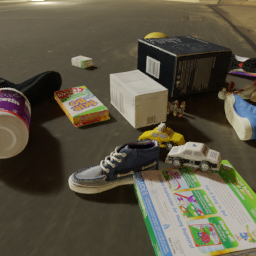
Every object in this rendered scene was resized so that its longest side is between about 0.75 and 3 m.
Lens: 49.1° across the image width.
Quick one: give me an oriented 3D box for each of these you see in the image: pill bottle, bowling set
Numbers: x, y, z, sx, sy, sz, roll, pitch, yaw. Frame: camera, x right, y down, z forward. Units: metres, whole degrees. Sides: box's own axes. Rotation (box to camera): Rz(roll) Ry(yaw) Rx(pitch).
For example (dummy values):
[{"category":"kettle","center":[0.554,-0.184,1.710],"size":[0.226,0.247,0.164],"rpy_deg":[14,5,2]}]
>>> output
[{"category":"pill bottle","center":[-3.649,-0.300,8.331],"size":[1.396,1.396,2.482],"rpy_deg":[-8,31,-13]},{"category":"bowling set","center":[1.810,-0.682,9.918],"size":[0.822,0.442,0.572],"rpy_deg":[-14,33,-22]}]

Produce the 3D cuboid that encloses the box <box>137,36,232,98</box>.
[{"category":"box","center":[2.159,-2.640,11.439],"size":[2.678,1.688,2.724],"rpy_deg":[-14,33,-24]}]

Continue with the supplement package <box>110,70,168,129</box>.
[{"category":"supplement package","center":[0.312,-1.096,9.869],"size":[1.237,1.192,2.176],"rpy_deg":[-13,33,-21]}]

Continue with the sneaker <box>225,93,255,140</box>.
[{"category":"sneaker","center":[3.994,-0.460,9.094],"size":[1.233,0.850,2.216],"rpy_deg":[-5,34,3]}]

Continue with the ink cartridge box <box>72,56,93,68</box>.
[{"category":"ink cartridge box","center":[-2.419,-3.479,14.725],"size":[0.907,0.381,0.657],"rpy_deg":[22,37,33]}]

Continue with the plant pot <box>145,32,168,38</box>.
[{"category":"plant pot","center":[1.292,-3.565,13.778],"size":[1.706,1.706,1.605],"rpy_deg":[10,46,16]}]

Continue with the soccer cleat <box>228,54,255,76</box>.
[{"category":"soccer cleat","center":[5.491,-2.963,13.530],"size":[1.054,0.982,2.879],"rpy_deg":[17,5,-39]}]

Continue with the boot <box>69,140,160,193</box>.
[{"category":"boot","center":[-0.323,0.847,6.748],"size":[2.246,1.015,0.817],"rpy_deg":[-8,31,-14]}]

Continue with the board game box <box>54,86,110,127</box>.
[{"category":"board game box","center":[-1.754,-0.868,10.357],"size":[1.285,0.403,2.690],"rpy_deg":[-16,37,-23]}]

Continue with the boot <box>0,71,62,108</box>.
[{"category":"boot","center":[-4.322,-1.673,10.951],"size":[2.350,1.068,2.797],"rpy_deg":[19,42,23]}]

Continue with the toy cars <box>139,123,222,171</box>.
[{"category":"toy cars","center":[1.252,0.390,7.271],"size":[1.208,0.597,2.695],"rpy_deg":[-11,21,-24]}]

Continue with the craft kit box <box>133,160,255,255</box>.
[{"category":"craft kit box","center":[1.527,1.690,5.816],"size":[2.405,0.591,2.435],"rpy_deg":[-8,31,-8]}]

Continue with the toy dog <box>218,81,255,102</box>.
[{"category":"toy dog","center":[4.464,-1.498,10.952],"size":[1.648,0.794,1.087],"rpy_deg":[-13,33,-21]}]
